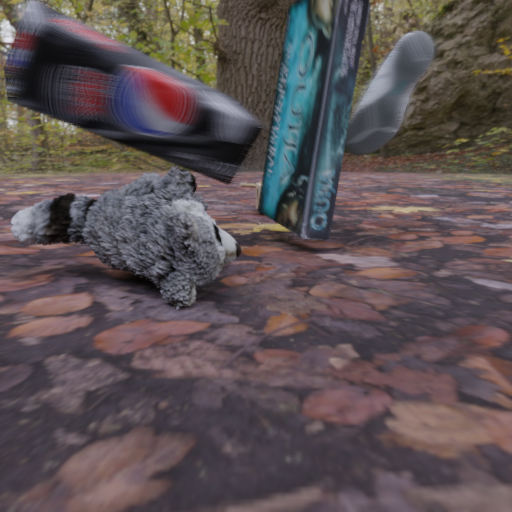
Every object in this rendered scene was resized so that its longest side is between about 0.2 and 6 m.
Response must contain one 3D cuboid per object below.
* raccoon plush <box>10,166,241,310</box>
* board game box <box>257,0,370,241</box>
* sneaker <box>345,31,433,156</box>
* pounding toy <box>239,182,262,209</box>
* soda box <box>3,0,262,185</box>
[{"bbox_3d":[-2.007,-0.036,8.098,3.540,1.713,2.372,-14,20,3],"label":"raccoon plush"},{"bbox_3d":[1.080,-3.010,11.980,0.680,4.832,3.268,4,12,-16],"label":"board game box"},{"bbox_3d":[2.928,-3.518,12.458,1.001,2.845,1.140,29,18,-4],"label":"sneaker"},{"bbox_3d":[0.368,-1.899,18.263,1.822,0.949,2.074,-1,11,-5],"label":"pounding toy"},{"bbox_3d":[-2.116,-2.809,10.147,4.339,1.374,1.535,16,27,-36],"label":"soda box"}]
